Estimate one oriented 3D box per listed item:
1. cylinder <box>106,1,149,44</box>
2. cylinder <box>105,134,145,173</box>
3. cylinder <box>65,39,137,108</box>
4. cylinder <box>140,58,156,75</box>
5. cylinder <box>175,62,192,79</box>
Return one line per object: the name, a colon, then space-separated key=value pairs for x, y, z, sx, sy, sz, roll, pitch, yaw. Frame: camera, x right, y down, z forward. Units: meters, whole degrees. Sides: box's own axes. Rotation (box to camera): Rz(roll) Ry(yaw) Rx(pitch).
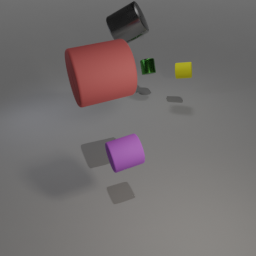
cylinder: x=-0.007 y=-4.492 z=12.153 sx=1.400 sy=1.400 sz=1.400 roll=-23 pitch=24 yaw=20
cylinder: x=-0.073 y=0.553 z=6.204 sx=0.700 sy=0.700 sz=0.700 roll=-18 pitch=33 yaw=-12
cylinder: x=-0.673 y=-1.330 z=6.797 sx=1.400 sy=1.400 sz=1.400 roll=-16 pitch=33 yaw=-15
cylinder: x=0.982 y=-3.008 z=13.747 sx=0.700 sy=0.700 sz=0.700 roll=-9 pitch=5 yaw=1
cylinder: x=2.499 y=-2.586 z=12.587 sx=0.700 sy=0.700 sz=0.700 roll=-1 pitch=28 yaw=17
